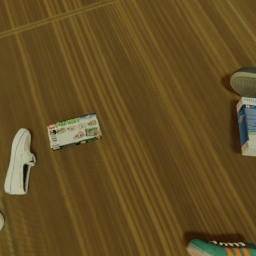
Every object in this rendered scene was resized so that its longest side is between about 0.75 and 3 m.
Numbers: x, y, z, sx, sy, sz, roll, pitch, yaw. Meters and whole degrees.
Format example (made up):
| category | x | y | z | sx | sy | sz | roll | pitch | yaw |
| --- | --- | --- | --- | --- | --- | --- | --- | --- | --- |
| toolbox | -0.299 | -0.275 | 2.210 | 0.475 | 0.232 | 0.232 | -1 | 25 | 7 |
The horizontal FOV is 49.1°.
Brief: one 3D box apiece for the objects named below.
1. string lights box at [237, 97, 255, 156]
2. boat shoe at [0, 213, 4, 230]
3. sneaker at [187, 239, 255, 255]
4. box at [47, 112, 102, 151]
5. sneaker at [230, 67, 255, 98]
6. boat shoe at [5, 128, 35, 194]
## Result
| category | x | y | z | sx | sy | sz | roll | pitch | yaw |
| --- | --- | --- | --- | --- | --- | --- | --- | --- | --- |
| string lights box | 3.350 | -0.042 | 7.270 | 0.788 | 0.452 | 1.533 | 6 | 59 | 2 |
| boat shoe | -3.983 | 2.047 | 6.705 | 1.977 | 0.630 | 0.699 | 17 | 70 | 6 |
| sneaker | 2.427 | 2.922 | 6.364 | 2.145 | 0.766 | 0.857 | 23 | 62 | 6 |
| box | -1.451 | 0.091 | 7.610 | 1.361 | 0.236 | 0.749 | -14 | 65 | -8 |
| sneaker | 4.148 | -1.555 | 8.018 | 2.601 | 0.973 | 1.382 | 10 | 64 | -6 |
| boat shoe | -2.662 | 0.853 | 7.195 | 0.552 | 0.622 | 1.690 | 4 | 78 | 6 |
